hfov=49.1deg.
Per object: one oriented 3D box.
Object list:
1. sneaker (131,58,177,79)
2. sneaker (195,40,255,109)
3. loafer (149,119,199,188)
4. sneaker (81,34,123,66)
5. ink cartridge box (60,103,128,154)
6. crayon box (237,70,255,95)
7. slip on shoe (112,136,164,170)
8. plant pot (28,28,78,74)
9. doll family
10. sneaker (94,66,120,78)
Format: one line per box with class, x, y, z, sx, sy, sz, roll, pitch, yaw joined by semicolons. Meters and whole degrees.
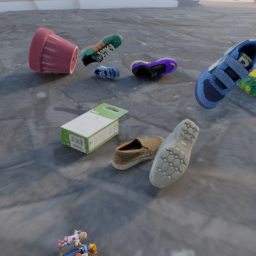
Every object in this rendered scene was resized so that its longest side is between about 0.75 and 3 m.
sneaker;1.251;-2.650;12.981;2.203;0.766;1.095;-6;34;0
sneaker;2.509;-1.411;6.987;2.236;0.827;0.920;-50;9;-14
loafer;1.161;0.691;7.215;0.800;0.798;2.287;40;50;2
sneaker;-0.685;-2.014;7.428;1.273;0.454;0.509;-20;56;25
ink cartridge box;-0.967;-0.047;8.570;1.033;0.590;1.990;19;35;29
crayon box;5.897;-1.969;11.805;2.219;0.646;1.318;-4;31;-8
slip on shoe;0.337;0.528;7.633;1.790;0.542;0.681;-20;36;-30
plant pot;-3.443;-3.489;13.312;1.856;2.074;2.074;16;31;-3
doll family;-0.858;2.245;4.918;0.630;0.457;1.014;-15;15;-11
sneaker;-0.990;-2.550;12.980;1.426;0.527;0.587;14;31;38
